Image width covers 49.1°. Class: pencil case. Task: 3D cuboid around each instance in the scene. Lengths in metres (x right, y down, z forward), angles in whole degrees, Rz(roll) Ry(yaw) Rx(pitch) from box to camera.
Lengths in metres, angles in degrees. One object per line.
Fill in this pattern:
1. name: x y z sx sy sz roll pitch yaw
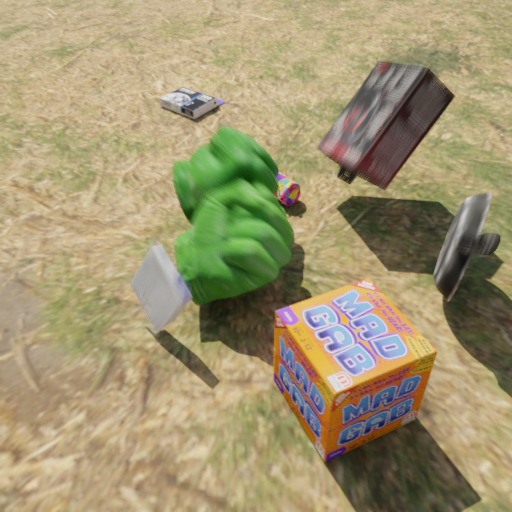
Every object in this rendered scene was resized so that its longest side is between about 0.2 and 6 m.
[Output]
1. pencil case: 0.379 -1.632 12.583 0.606 0.606 1.372 -30 48 -30

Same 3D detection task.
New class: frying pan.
1. frying pan: 3.327 0.030 9.152 0.540 2.007 3.318 21 26 15

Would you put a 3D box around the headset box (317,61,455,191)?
1. headset box: 2.500 -2.618 11.522 0.946 2.521 1.874 32 8 -28

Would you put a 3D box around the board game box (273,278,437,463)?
1. board game box: 1.315 1.606 8.086 1.603 1.602 1.601 -18 43 -19

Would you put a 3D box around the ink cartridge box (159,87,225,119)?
1. ink cartridge box: -1.815 -4.453 16.004 1.356 0.297 1.369 26 46 28

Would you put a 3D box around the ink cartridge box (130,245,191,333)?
1. ink cartridge box: -1.586 0.554 9.231 0.235 1.086 1.066 -17 66 -42

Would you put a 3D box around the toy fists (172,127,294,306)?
1. toy fists: -0.484 -0.945 10.469 2.001 1.350 3.925 -20 45 11
